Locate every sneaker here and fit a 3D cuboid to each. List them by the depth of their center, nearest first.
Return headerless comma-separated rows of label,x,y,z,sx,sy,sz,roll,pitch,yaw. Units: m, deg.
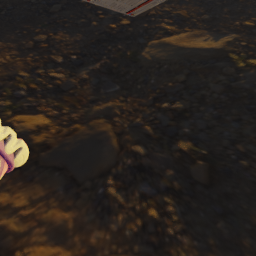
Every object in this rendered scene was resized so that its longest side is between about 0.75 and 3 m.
sneaker,-2.674,-0.033,3.800,1.200,2.983,1.319,-3,44,30

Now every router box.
router box,-0.103,-3.763,7.496,1.955,0.532,2.179,6,3,-30
